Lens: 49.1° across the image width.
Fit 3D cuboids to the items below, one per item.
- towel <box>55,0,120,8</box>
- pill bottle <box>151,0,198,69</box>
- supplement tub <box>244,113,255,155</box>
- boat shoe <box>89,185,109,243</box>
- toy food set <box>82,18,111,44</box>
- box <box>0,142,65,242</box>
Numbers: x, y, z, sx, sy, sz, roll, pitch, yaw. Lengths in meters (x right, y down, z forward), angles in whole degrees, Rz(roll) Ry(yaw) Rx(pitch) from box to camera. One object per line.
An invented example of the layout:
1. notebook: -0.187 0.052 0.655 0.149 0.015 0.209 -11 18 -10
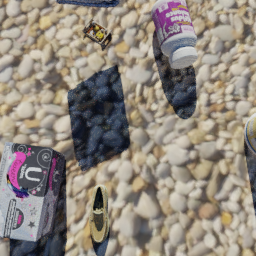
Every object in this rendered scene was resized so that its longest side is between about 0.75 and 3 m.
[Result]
1. towel: -1.084 -3.778 7.207 1.692 0.724 1.401 -1 48 -16
2. pill bottle: 1.424 -2.822 8.353 1.095 1.095 1.950 -13 77 -3
3. supplement tub: 4.098 0.004 7.194 1.508 2.084 1.508 0 77 0
4. boat shoe: -0.799 2.279 7.456 0.543 0.577 1.514 -3 77 -1
5. toy food set: -0.983 -3.081 8.850 0.767 0.232 0.550 33 79 7
6. box: -2.501 1.593 7.161 1.259 1.450 2.195 6 77 1
